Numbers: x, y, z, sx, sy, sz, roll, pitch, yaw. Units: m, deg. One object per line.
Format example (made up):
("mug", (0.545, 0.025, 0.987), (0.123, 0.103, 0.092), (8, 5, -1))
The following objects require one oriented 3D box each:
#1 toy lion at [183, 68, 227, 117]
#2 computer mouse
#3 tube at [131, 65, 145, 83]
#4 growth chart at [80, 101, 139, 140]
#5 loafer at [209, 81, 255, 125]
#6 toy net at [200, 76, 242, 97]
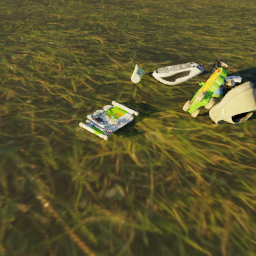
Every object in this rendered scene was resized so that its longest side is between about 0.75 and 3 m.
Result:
("toy lion", (2.480, -1.175, 8.772), (0.511, 1.488, 1.427), (34, 72, -3))
("computer mouse", (2.286, -2.047, 10.413), (2.686, 0.589, 1.473), (-9, 27, 9))
("tube", (0.430, -2.231, 11.523), (0.357, 0.399, 1.376), (-1, 29, 12))
("growth chart", (-0.607, -0.306, 9.032), (1.397, 0.171, 1.931), (22, 39, 29))
("loafer", (2.963, -0.471, 7.908), (0.865, 2.287, 0.781), (-22, 74, -3))
("toy net", (3.665, -1.705, 10.929), (1.822, 0.352, 0.956), (-21, 35, -30))
